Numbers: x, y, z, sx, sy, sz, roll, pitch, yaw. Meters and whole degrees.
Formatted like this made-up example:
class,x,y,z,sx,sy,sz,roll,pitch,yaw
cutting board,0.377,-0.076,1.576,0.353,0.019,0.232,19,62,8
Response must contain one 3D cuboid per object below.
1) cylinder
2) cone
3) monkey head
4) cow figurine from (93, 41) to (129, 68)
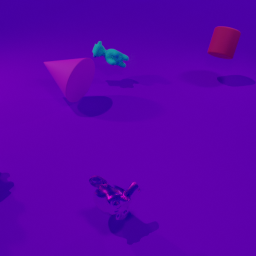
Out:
class,x,y,z,sx,sy,sz,roll,pitch,yaw
cylinder,3.217,-2.843,9.402,0.865,0.865,0.865,15,9,-2
cone,-1.930,-1.656,8.210,1.385,1.380,1.380,28,40,15
monkey head,-0.187,1.104,4.623,0.731,1.017,0.613,-44,41,-12
cow figurine,-0.629,-2.449,9.393,1.062,0.583,1.045,4,26,-49
